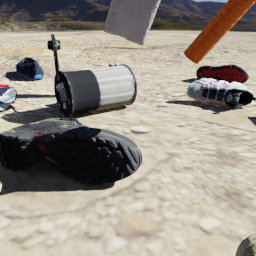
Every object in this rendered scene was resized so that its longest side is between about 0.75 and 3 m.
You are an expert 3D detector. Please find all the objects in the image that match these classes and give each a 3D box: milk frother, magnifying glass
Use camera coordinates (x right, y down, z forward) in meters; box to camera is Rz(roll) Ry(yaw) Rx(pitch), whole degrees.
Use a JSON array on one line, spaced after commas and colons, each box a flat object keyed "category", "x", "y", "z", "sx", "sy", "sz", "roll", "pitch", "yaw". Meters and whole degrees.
[{"category": "milk frother", "x": -1.136, "y": -1.627, "z": 8.208, "sx": 2.081, "sy": 2.212, "sz": 1.996, "roll": -14, "pitch": 23, "yaw": -31}, {"category": "magnifying glass", "x": 1.729, "y": -1.958, "z": 3.286, "sx": 0.327, "sy": 2.917, "sz": 1.161, "roll": 41, "pitch": 30, "yaw": 2}]

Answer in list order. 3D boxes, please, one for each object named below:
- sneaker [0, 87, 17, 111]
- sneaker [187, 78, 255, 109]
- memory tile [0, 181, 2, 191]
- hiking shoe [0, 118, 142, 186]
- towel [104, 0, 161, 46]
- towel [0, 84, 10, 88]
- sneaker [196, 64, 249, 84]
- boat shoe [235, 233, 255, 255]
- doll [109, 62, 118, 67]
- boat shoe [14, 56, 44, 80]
[{"category": "sneaker", "x": -4.474, "y": -0.949, "z": 7.876, "sx": 2.704, "sy": 1.167, "sz": 1.049, "roll": -20, "pitch": 30, "yaw": -40}, {"category": "sneaker", "x": 2.914, "y": -1.029, "z": 8.583, "sx": 1.999, "sy": 0.777, "sz": 1.398, "roll": -2, "pitch": 22, "yaw": -3}, {"category": "memory tile", "x": -2.964, "y": 1.334, "z": 3.053, "sx": 2.257, "sy": 0.247, "sz": 2.944, "roll": 3, "pitch": 29, "yaw": -4}, {"category": "hiking shoe", "x": -1.020, "y": 0.211, "z": 5.244, "sx": 2.796, "sy": 1.059, "sz": 1.407, "roll": 6, "pitch": 27, "yaw": 16}, {"category": "towel", "x": 0.224, "y": -3.856, "z": 8.792, "sx": 1.455, "sy": 2.195, "sz": 0.378, "roll": 21, "pitch": 23, "yaw": 1}, {"category": "towel", "x": -5.737, "y": -1.152, "z": 9.500, "sx": 2.015, "sy": 0.313, "sz": 2.787, "roll": 11, "pitch": 25, "yaw": 27}, {"category": "sneaker", "x": 3.970, "y": -2.309, "z": 11.599, "sx": 2.103, "sy": 0.834, "sz": 1.005, "roll": 16, "pitch": 26, "yaw": 33}, {"category": "boat shoe", "x": 2.126, "y": 1.443, "z": 2.720, "sx": 2.006, "sy": 0.742, "sz": 0.666, "roll": 2, "pitch": 17, "yaw": 4}, {"category": "doll", "x": -0.307, "y": -2.666, "z": 13.007, "sx": 1.073, "sy": 0.381, "sz": 1.573, "roll": -7, "pitch": 29, "yaw": -37}, {"category": "boat shoe", "x": -4.410, "y": -2.832, "z": 12.762, "sx": 1.071, "sy": 0.874, "sz": 2.546, "roll": -19, "pitch": 29, "yaw": -38}]
